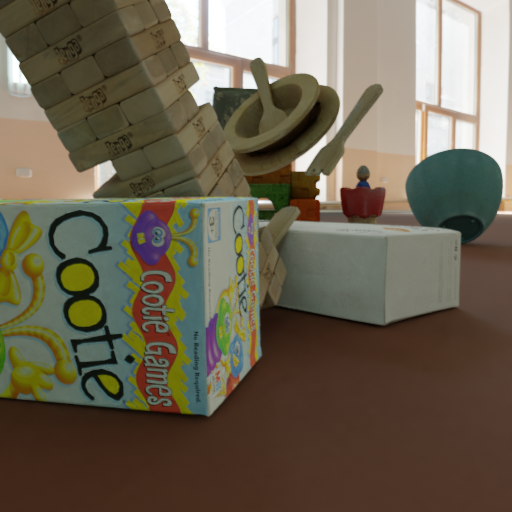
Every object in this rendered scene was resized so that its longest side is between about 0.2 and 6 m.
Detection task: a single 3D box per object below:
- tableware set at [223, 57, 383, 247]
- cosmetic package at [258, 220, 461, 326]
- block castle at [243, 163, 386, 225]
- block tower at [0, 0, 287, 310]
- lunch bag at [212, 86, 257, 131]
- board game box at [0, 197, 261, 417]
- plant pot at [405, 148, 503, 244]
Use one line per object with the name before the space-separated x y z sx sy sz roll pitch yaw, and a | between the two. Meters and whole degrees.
tableware set | -0.281 -0.854 5.584 2.013 3.045 0.610 10 -33 47
cosmetic package | 0.351 0.032 5.759 1.274 0.781 3.086 -7 9 -44
block castle | 0.266 -0.709 8.892 3.435 1.611 2.295 1 6 11
block tower | -0.717 -0.801 3.728 0.834 2.885 0.779 -18 24 21
lunch bag | -0.214 -2.274 11.065 1.228 1.713 2.089 5 4 8
board game box | -1.024 0.176 3.146 1.929 1.012 0.994 0 7 14
plant pot | 4.392 -1.094 12.318 2.102 1.416 2.102 5 -38 4
